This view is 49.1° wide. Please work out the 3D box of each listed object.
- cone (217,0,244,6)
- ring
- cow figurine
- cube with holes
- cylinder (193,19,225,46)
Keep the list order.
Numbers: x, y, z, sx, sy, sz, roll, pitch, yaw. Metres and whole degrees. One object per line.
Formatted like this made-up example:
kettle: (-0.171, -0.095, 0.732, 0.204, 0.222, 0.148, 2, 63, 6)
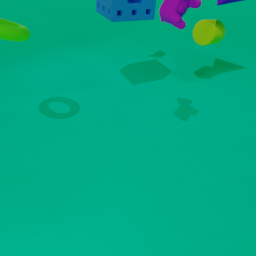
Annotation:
cone: (3.141, -4.204, 8.608, 1.469, 1.469, 1.475, 30, 70, 35)
ring: (-3.010, -2.297, 6.353, 1.517, 0.303, 1.517, 15, 20, -5)
cow figurine: (0.916, -2.659, 5.606, 1.097, 1.115, 0.612, 41, 14, 26)
cube with holes: (-0.079, -4.087, 8.361, 1.389, 1.389, 1.389, -12, 37, -22)
cylinder: (2.778, -3.282, 9.610, 0.821, 0.821, 0.821, 29, 35, 33)
